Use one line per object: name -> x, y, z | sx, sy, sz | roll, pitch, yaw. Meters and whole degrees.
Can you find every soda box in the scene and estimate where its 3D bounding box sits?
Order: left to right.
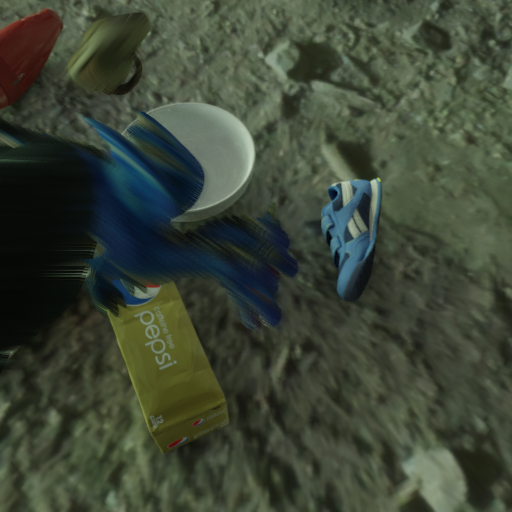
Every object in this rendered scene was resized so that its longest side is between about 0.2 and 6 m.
soda box -> -1.381, 0.971, 7.538 | 0.967, 1.024, 3.022 | -22, 62, -13

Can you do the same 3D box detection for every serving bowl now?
serving bowl -> -1.127, -1.423, 9.131 | 2.269, 0.746, 2.269 | 0, 58, 0

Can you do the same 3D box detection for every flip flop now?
flip flop -> -1.939, -2.622, 7.731 | 0.994, 2.452, 0.706 | -28, 102, -22

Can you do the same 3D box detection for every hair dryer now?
hair dryer -> -5.379, -3.687, 10.319 | 3.855, 1.047, 2.936 | -25, 61, -16

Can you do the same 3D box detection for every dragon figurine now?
dragon figurine -> -1.278, -0.714, 5.582 | 3.915, 1.946, 1.152 | 51, 24, -3

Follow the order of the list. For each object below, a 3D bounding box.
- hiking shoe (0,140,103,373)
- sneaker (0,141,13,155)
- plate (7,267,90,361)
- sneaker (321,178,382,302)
hiking shoe -> -2.494, 0.349, 4.831 | 3.331, 1.239, 1.444 | -55, 37, 13
sneaker -> -3.541, -0.346, 6.477 | 0.869, 1.302, 2.272 | 22, 54, -14
plate -> -4.044, 0.533, 8.167 | 2.469, 0.400, 2.474 | 31, 64, 16
sneaker -> 1.374, -0.271, 8.461 | 0.897, 0.807, 2.181 | 8, 54, 11
